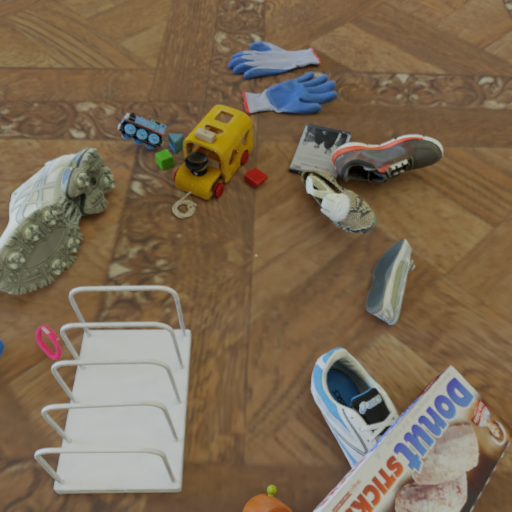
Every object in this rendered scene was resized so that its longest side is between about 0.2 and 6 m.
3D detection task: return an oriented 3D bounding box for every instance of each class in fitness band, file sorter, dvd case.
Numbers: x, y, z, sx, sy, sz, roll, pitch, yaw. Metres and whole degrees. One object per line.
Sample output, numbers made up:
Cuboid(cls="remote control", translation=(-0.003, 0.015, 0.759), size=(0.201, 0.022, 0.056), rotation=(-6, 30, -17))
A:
Cuboid(cls="fitness band", translation=(-3.025, 1.265, 8.179), size=(0.566, 0.407, 0.106), rotation=(38, 37, 23))
Cuboid(cls="file sorter", translation=(-1.824, 1.753, 7.500), size=(1.640, 1.472, 2.364), rotation=(-1, 54, 0))
Cuboid(cls="dvd case", translation=(1.285, -2.056, 11.122), size=(0.962, 0.158, 1.280), rotation=(15, 60, 11))

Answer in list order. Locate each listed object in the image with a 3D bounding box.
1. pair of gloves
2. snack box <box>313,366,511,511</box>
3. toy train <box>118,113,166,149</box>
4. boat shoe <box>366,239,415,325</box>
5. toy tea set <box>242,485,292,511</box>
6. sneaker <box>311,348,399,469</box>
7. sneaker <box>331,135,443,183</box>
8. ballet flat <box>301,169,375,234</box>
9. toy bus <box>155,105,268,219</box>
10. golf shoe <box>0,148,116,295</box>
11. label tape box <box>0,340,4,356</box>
Cuboid(cls="pair of gloves", translation=(0.558, -4.068, 12.618), size=(2.146, 0.304, 2.669), rotation=(-10, 54, -7))
Cuboid(cls="snack box", translation=(1.970, 2.570, 6.612), size=(1.220, 0.413, 3.394), rotation=(48, 42, 16))
Cuboid(cls="toy train", translation=(-2.244, -2.476, 11.038), size=(0.918, 0.398, 0.524), rotation=(19, 69, -22))
Cuboid(cls="boat shoe", translation=(2.242, 0.395, 9.141), size=(0.497, 0.572, 1.551), rotation=(36, 53, -15))
Cuboid(cls="toy tea set", translation=(-0.088, 3.803, 6.589), size=(2.062, 0.763, 1.226), rotation=(-36, 90, -27))
Cuboid(cls="sneaker", translation=(1.583, 2.368, 7.374), size=(0.937, 0.945, 2.607), rotation=(-26, 58, -18))
Cuboid(cls="sneaker", translation=(2.462, -1.643, 10.388), size=(2.046, 0.788, 0.838), rotation=(-6, 50, 5))
Cuboid(cls="ballet flat", translation=(1.295, -0.991, 9.789), size=(0.728, 0.656, 1.934), rotation=(15, 24, -32))
Cuboid(cls="toy bus", translation=(-0.879, -1.945, 10.542), size=(1.918, 1.050, 2.033), rotation=(-15, 54, -11))
Cuboid(cls="golf shoe", translation=(-3.752, -0.606, 9.691), size=(1.520, 1.224, 3.126), rotation=(3, 45, 24))
Cuboid(cls="label tape box", translation=(-4.480, 1.582, 8.308), size=(1.157, 0.366, 0.835), rotation=(3, 53, 2))
